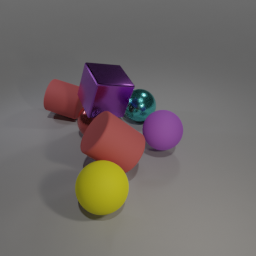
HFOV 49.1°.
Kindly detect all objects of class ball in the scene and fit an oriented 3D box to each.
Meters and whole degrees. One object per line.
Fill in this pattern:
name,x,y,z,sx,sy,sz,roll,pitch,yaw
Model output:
ball,1.200,0.073,9.705,1.400,1.400,1.400,0,32,0
ball,-0.678,1.554,7.353,1.400,1.400,1.400,0,32,0
ball,0.495,-0.954,11.868,1.400,1.400,1.400,0,32,0
ball,-1.247,-0.262,10.764,1.400,1.400,1.400,0,32,0

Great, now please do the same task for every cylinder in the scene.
cylinder,-0.449,0.438,8.299,1.400,1.400,1.400,34,21,-26
cylinder,-2.687,-1.242,12.046,1.400,1.400,1.400,18,33,2

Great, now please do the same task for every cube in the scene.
cube,-0.822,-1.325,9.929,1.400,1.400,1.400,-2,42,-30
